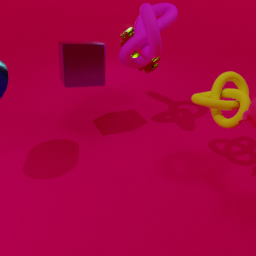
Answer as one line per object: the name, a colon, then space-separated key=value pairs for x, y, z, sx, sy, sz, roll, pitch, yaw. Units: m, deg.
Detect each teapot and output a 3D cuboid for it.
teapot: x=2.900 y=-0.274 z=5.707 sx=1.432 sy=0.891 sz=0.701 roll=-7 pitch=23 yaw=3

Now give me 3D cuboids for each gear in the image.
gear: x=0.383 y=-2.537 z=9.248 sx=0.285 sy=1.542 sz=1.542 roll=-42 pitch=47 yaw=-18

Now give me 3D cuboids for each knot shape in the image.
knot shape: x=0.594 y=-2.609 z=7.481 sx=0.936 sy=2.025 sz=1.895 roll=26 pitch=69 yaw=-6
knot shape: x=2.300 y=-0.601 z=6.542 sx=1.398 sy=0.646 sz=1.308 roll=-21 pitch=53 yaw=1

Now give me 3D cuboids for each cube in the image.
cube: x=-1.265 y=-1.755 z=7.600 sx=1.084 sy=1.084 sz=1.084 roll=-6 pitch=22 yaw=-18

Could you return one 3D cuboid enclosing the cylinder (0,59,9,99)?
cylinder: x=-3.317 y=-1.110 z=5.549 sx=1.286 sy=1.286 sz=1.286 roll=11 pitch=-9 yaw=17
